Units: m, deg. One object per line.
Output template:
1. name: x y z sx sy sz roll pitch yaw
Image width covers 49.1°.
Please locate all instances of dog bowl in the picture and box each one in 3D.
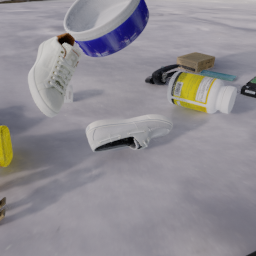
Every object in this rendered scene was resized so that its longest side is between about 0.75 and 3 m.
1. dog bowl: -0.776 -4.011 10.106 2.960 1.166 2.960 -16 51 20

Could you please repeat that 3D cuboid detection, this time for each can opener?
1. can opener: 1.826 -2.689 13.555 0.968 0.781 2.463 22 37 34

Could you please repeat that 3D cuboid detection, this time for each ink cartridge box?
1. ink cartridge box: 3.687 -3.593 15.245 1.666 0.626 1.372 -24 37 -35

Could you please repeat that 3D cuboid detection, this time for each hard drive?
1. hard drive: 6.031 -1.762 12.348 1.443 0.391 2.065 22 37 33

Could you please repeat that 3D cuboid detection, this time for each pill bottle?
1. pill bottle: 2.802 -1.311 10.663 2.340 1.315 1.315 19 35 28

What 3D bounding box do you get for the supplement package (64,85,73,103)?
1. supplement package: -2.816 -1.401 11.535 1.064 0.583 0.605 -4 31 -8

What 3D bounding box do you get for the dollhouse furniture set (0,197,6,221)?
1. dollhouse furniture set: -3.417 1.534 6.139 0.845 1.115 1.272 -39 34 3

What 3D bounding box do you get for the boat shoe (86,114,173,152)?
1. boat shoe: 0.161 0.227 8.510 2.784 1.002 0.954 -2 57 -24

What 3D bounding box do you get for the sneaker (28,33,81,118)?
1. sneaker: -1.876 -1.603 7.499 1.179 1.014 2.784 -23 53 21

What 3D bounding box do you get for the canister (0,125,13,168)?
1. canister: -4.464 0.618 7.108 2.669 1.155 1.982 -8 4 -17

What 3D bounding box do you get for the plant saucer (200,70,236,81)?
1. plant saucer: 4.513 -2.639 14.096 1.711 0.162 0.598 18 35 29

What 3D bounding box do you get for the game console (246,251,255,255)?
1. game console: 3.185 2.732 4.695 2.322 0.360 2.054 -12 33 -21
